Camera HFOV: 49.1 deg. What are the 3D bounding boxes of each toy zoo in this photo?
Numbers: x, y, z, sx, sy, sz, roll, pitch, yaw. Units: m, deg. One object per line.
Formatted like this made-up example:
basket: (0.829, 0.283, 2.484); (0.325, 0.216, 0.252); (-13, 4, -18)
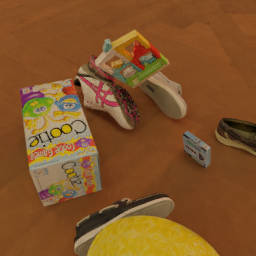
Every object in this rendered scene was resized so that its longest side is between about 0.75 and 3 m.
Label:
toy zoo: (0.074, -1.765, 7.294); (1.312, 2.001, 0.205); (-30, 61, 25)

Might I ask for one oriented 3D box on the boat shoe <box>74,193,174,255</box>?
boat shoe: (-0.147, 1.658, 5.243); (2.061, 0.779, 0.622); (-27, 39, 7)

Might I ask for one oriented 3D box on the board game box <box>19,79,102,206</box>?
board game box: (-1.639, 0.226, 6.631); (1.350, 1.374, 2.620); (-14, 47, -14)

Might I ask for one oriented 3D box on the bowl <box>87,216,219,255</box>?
bowl: (0.244, 2.409, 3.676); (2.176, 2.176, 1.171); (14, 20, 14)

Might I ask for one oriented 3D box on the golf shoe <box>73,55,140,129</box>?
golf shoe: (-0.649, -0.862, 8.237); (1.249, 0.985, 2.712); (-44, 60, 16)

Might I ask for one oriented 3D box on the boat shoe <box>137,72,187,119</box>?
boat shoe: (1.158, -1.157, 8.442); (0.843, 0.826, 2.367); (-20, 44, -19)

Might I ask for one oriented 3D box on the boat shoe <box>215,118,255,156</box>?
boat shoe: (3.284, 0.247, 7.085); (2.091, 0.687, 0.747); (17, 57, 20)

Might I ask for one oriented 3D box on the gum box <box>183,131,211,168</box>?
gum box: (1.656, 0.525, 6.751); (0.184, 0.828, 0.703); (-41, 55, -14)
